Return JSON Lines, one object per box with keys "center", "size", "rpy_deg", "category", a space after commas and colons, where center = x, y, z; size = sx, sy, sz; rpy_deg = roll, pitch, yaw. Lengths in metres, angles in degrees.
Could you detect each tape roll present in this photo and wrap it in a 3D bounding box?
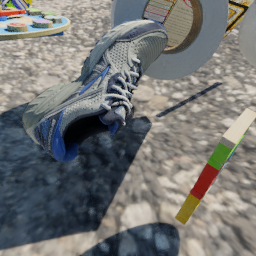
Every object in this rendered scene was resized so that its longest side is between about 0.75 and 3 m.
{"center": [0.575, -1.497, 3.875], "size": [1.655, 1.655, 0.302], "rpy_deg": [-8, 26, -9], "category": "tape roll"}

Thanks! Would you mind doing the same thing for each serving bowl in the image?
{"center": [2.713, -1.492, 4.342], "size": [1.802, 1.802, 0.593], "rpy_deg": [-2, 50, -2], "category": "serving bowl"}

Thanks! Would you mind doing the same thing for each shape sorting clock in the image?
{"center": [-1.865, -1.556, 4.058], "size": [2.018, 0.396, 2.018], "rpy_deg": [0, 27, 0], "category": "shape sorting clock"}

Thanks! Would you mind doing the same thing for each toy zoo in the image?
{"center": [0.919, 0.491, 3.061], "size": [0.139, 1.355, 0.889], "rpy_deg": [33, 35, 21], "category": "toy zoo"}

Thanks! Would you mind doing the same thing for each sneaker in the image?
{"center": [-0.217, -0.382, 3.350], "size": [2.091, 0.806, 0.891], "rpy_deg": [-43, 56, 0], "category": "sneaker"}

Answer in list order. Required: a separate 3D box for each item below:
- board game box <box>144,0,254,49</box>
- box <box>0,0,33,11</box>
{"center": [1.054, -2.355, 6.055], "size": [2.175, 2.871, 0.665], "rpy_deg": [11, 69, -15], "category": "board game box"}
{"center": [-2.097, -2.840, 5.520], "size": [0.561, 0.515, 1.601], "rpy_deg": [14, 80, 49], "category": "box"}
